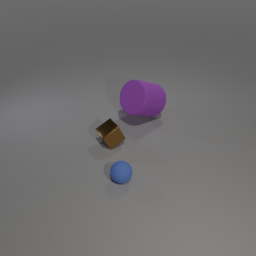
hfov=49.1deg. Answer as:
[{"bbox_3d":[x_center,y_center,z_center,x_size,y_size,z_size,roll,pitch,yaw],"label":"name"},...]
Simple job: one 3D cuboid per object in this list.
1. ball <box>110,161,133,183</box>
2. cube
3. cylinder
[{"bbox_3d":[-0.207,1.366,8.703,0.700,0.700,0.700,0,33,0],"label":"ball"},{"bbox_3d":[-0.638,0.217,10.254,0.700,0.700,0.700,-37,42,-8],"label":"cube"},{"bbox_3d":[0.615,-1.202,11.474,1.400,1.400,1.400,30,19,38],"label":"cylinder"}]
